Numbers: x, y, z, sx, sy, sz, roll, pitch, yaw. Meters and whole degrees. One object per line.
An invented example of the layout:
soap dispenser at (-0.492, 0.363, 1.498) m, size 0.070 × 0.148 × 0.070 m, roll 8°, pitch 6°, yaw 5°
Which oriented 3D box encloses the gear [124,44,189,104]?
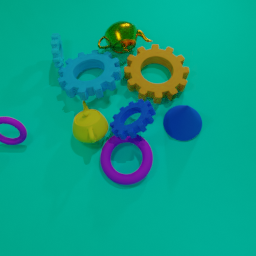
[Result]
gear at (0.939, -1.832, 9.333) m, size 2.098 × 0.388 × 2.098 m, roll 1°, pitch 65°, yaw -1°

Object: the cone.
cone at (1.706, -0.398, 8.373) m, size 1.234 × 1.239 × 1.234 m, roll -1°, pitch 68°, yaw 3°

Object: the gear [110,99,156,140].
gear at (0.127, -0.268, 8.159) m, size 1.372 × 0.254 × 1.372 m, roll -23°, pitch 37°, yaw 18°

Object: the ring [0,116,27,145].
ring at (-3.475, 0.094, 8.144) m, size 1.057 × 1.057 × 0.211 m, roll 1°, pitch 42°, yaw 0°

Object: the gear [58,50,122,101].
gear at (-1.231, -1.748, 9.051) m, size 2.005 × 0.371 × 2.005 m, roll -5°, pitch 51°, yaw 6°

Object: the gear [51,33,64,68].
gear at (-2.292, -2.510, 9.131) m, size 0.201 × 1.086 × 1.086 m, roll -3°, pitch 69°, yaw -3°

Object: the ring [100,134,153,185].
ring at (-0.047, 0.891, 8.319) m, size 1.579 × 0.316 × 1.579 m, roll -1°, pitch 75°, yaw 5°

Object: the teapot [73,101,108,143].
teapot at (-1.171, -0.160, 8.409) m, size 1.093 × 0.861 × 1.758 m, roll -15°, pitch 40°, yaw -6°

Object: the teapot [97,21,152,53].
teapot at (-0.131, -3.000, 9.480) m, size 1.855 × 1.153 × 0.908 m, roll -12°, pitch 76°, yaw -5°
